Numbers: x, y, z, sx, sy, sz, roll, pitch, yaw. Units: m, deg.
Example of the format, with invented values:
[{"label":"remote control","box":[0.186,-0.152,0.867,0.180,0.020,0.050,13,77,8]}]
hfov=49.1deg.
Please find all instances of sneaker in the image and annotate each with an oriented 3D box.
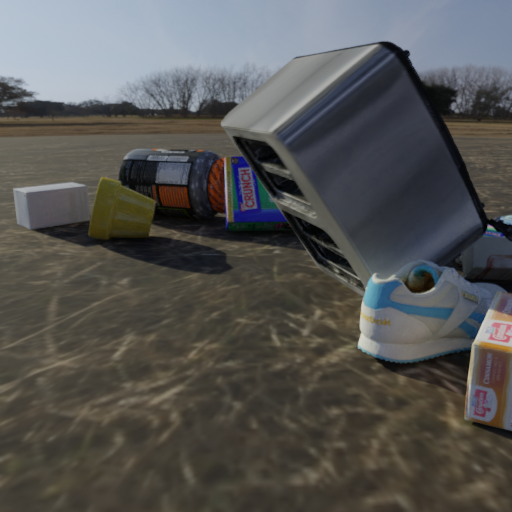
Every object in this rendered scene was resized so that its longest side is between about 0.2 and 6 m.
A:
[{"label":"sneaker","box":[2.156,0.527,6.374,2.294,0.927,0.878,-8,16,-35]}]

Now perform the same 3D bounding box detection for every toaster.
[{"label":"toaster","box":[1.366,-1.151,7.835,1.985,3.025,3.345,-40,24,-6]}]

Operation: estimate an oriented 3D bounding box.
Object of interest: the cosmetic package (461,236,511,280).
[{"label":"cosmetic package","box":[3.801,0.047,8.474,1.201,0.524,0.621,2,-18,7]}]

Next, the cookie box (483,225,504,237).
[{"label":"cookie box","box":[4.083,-0.266,10.114,1.040,0.457,1.216,11,20,31]}]

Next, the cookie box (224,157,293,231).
[{"label":"cookie box","box":[0.231,-1.323,11.885,1.783,1.525,0.670,-2,-16,-4]}]

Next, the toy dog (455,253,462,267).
[{"label":"toy dog","box":[3.540,0.046,9.324,0.427,0.298,0.414,-3,-1,-8]}]

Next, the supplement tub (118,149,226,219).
[{"label":"supplement tub","box":[-1.779,-1.704,13.208,2.597,1.591,1.591,6,17,21]}]

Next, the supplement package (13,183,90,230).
[{"label":"supplement package","box":[-4.590,-1.147,12.607,1.388,0.841,0.831,-13,20,-40]}]

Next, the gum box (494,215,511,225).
[{"label":"gum box","box":[5.884,-0.551,11.373,1.295,0.340,1.524,-10,18,-31]}]

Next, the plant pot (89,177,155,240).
[{"label":"plant pot","box":[-2.634,-0.853,11.138,1.136,1.208,1.208,12,13,-13]}]

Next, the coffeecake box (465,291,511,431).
[{"label":"coffeecake box","box":[3.059,1.019,4.879,2.081,0.760,1.597,9,18,28]}]
